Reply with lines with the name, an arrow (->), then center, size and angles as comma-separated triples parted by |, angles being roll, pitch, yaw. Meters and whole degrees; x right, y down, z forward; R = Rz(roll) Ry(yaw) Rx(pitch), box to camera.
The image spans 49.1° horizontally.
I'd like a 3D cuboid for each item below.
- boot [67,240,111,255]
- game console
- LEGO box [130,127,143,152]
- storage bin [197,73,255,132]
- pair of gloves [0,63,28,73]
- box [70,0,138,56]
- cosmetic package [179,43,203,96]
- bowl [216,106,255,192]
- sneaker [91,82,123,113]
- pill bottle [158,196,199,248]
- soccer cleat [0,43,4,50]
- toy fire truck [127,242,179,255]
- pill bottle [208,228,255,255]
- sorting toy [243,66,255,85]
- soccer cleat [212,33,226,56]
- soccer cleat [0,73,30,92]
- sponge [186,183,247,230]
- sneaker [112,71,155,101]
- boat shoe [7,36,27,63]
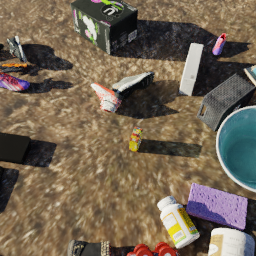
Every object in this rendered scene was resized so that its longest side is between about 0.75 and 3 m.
boot -> -1.105, 4.009, 7.931 | 1.264, 0.614, 1.678 | -3, 50, -1
game console -> -4.634, 1.443, 9.819 | 1.722, 0.352, 2.920 | 7, 57, 5
LEGO box -> 0.291, 0.429, 10.252 | 0.298, 0.773, 0.576 | 18, 57, 11
storage bin -> 3.794, -0.974, 10.812 | 2.054, 1.389, 0.963 | -33, 62, -21
pair of gloves -> -5.148, -2.649, 12.311 | 1.298, 0.180, 1.457 | -5, 26, -8
box -> -1.124, -5.162, 13.542 | 2.662, 1.655, 1.977 | 38, 64, 22
cosmetic package -> 2.763, -2.586, 12.224 | 0.580, 0.946, 2.292 | 12, 56, 11
bowl -> 4.249, 0.876, 9.318 | 2.867, 1.500, 2.867 | -2, 68, 4
sneaker -> -1.027, -1.223, 11.380 | 1.628, 0.544, 0.873 | 29, 95, 25
pill bottle -> 1.492, 2.845, 8.596 | 0.781, 0.781, 1.406 | -21, 59, -14
soccer cleat -> -6.634, -3.589, 13.212 | 1.598, 0.540, 0.648 | -16, 72, -7
toy fire truck -> 0.759, 3.970, 7.876 | 1.519, 0.852, 1.275 | -3, 77, -5
pill bottle -> 2.742, 3.938, 7.610 | 1.186, 1.186, 2.073 | 15, 57, 10
sorting toy -> 6.536, -2.200, 12.271 | 2.231, 0.407, 2.065 | -16, 57, -11
soccer cleat -> 4.394, -4.012, 13.458 | 0.455, 0.488, 1.333 | 23, 59, 15
soccer cleat -> -5.110, -2.021, 11.987 | 1.826, 0.668, 0.623 | 12, 57, 8
sponge -> 2.885, 2.534, 9.121 | 1.845, 0.275, 1.029 | 14, 58, 10
sneaker -> 0.251, -1.967, 11.927 | 2.044, 0.755, 0.810 | -27, 55, -17
boat shoe -> -5.215, -3.603, 13.084 | 0.594, 0.744, 1.968 | -20, 46, -14
